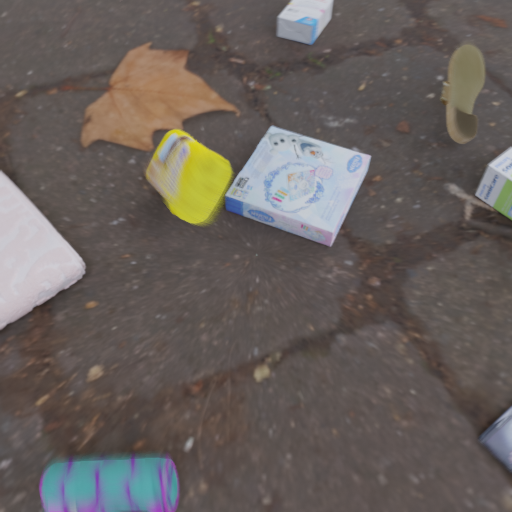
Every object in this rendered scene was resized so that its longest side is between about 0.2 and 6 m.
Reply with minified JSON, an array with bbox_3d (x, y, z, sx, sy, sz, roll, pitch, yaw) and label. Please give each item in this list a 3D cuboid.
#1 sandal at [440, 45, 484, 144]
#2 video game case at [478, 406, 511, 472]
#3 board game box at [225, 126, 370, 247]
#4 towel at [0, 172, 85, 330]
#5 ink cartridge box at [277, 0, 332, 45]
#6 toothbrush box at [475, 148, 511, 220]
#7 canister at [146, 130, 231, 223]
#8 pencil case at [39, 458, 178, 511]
[{"bbox_3d":[3.990,-3.173,11.283,0.830,0.744,2.263,19,68,-18],"label":"sandal"},{"bbox_3d":[3.986,2.739,7.620,1.093,0.145,1.531,-32,61,-22],"label":"video game case"},{"bbox_3d":[0.804,-1.364,10.450,2.075,0.452,2.085,20,56,16],"label":"board game box"},{"bbox_3d":[-5.668,0.194,9.177,4.271,0.688,4.080,-37,61,-24],"label":"towel"},{"bbox_3d":[1.266,-5.929,13.790,0.919,0.541,1.596,21,56,15],"label":"ink cartridge box"},{"bbox_3d":[5.259,-1.142,10.060,1.421,0.840,1.952,-34,59,-23],"label":"toothbrush box"},{"bbox_3d":[-1.250,-1.445,9.838,1.220,0.711,1.642,-60,38,11],"label":"canister"},{"bbox_3d":[-1.797,2.912,6.960,1.597,0.680,0.738,-5,34,2],"label":"pencil case"}]
